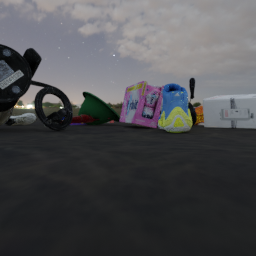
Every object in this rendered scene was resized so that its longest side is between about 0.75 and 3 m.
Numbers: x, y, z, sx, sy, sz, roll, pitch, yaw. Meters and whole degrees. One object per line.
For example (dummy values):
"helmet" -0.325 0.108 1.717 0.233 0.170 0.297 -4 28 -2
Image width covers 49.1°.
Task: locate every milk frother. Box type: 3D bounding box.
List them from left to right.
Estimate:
"milk frother" -3.521 -0.761 8.754 2.629 2.913 2.740 -27 1 -36

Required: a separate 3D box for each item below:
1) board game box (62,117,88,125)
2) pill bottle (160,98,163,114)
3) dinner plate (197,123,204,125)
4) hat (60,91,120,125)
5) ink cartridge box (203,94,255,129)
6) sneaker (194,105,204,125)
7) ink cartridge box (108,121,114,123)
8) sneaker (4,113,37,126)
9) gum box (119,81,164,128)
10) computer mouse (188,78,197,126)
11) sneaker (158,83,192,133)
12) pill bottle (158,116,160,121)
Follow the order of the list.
"board game box" -2.463 -0.367 14.257 1.682 0.377 1.131 -1 3 -27
"pill bottle" 1.663 -1.102 12.817 1.006 1.006 1.767 -1 7 -22
"dinner plate" 3.848 -0.195 13.507 1.031 0.125 1.031 1 2 0
"hat" -1.981 -0.239 13.157 2.604 2.292 2.157 40 -14 -21
"ink cartridge box" 4.393 -0.661 10.382 2.663 1.102 1.951 2 11 38
"sneaker" 3.280 -0.507 13.685 2.922 1.067 1.127 -6 26 -22
"ink cartridge box" -1.729 -0.574 17.342 1.515 0.511 0.882 -1 3 -25
"sneaker" -4.982 -0.314 12.881 1.486 0.561 0.855 -8 13 -8
"gum box" 0.484 -0.868 10.905 0.895 1.536 2.706 11 0 -14
"computer mouse" 2.547 -0.965 10.981 0.395 2.319 0.680 -3 47 4
"sneaker" 1.446 -0.606 8.438 0.996 1.382 2.630 0 3 0
"pill bottle" 1.902 -0.501 16.428 0.802 0.450 0.450 0 3 4
